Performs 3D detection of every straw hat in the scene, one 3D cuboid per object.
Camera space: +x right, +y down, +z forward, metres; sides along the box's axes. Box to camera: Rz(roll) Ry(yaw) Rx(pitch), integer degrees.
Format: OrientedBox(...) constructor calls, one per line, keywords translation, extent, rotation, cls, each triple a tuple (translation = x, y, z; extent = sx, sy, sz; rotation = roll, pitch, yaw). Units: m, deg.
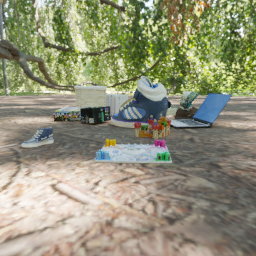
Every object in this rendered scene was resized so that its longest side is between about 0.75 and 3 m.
OrientedBox(translation=(0.459, -0.777, 13.877), extent=(1.700, 1.700, 0.720), rotation=(-4, 52, -27), cls="straw hat")

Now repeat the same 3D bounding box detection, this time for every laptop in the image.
OrientedBox(translation=(2.894, -0.813, 12.223), extent=(2.346, 1.360, 2.197), rotation=(-1, 8, -8), cls="laptop")

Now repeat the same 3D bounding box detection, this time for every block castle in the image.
OrientedBox(translation=(0.881, -0.076, 9.708), extent=(0.929, 0.652, 1.390), rotation=(5, 10, 28), cls="block castle")

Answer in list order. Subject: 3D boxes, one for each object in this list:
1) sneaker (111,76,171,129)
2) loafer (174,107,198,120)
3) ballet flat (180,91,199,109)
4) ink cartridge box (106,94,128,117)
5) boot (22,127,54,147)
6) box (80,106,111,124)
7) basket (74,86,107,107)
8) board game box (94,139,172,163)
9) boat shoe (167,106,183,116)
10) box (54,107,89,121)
OrientedBox(translation=(0.425, -1.074, 11.508), extent=(2.829, 2.071, 1.140), rotation=(8, 12, 43), cls="sneaker")
OrientedBox(translation=(3.250, -0.723, 13.833), extent=(1.927, 0.684, 0.704), rotation=(3, 9, 19), cls="loafer")
OrientedBox(translation=(2.717, -1.337, 12.841), extent=(0.684, 0.684, 1.844), rotation=(0, -14, -3), cls="ballet flat")
OrientedBox(translation=(-0.629, -1.198, 15.149), extent=(0.710, 1.220, 1.687), rotation=(-4, 10, -22), cls="ink cartridge box")
OrientedBox(translation=(-2.614, 0.258, 8.097), extent=(0.381, 0.473, 1.047), rotation=(5, 10, 32), cls="boot")
OrientedBox(translation=(-1.457, -0.606, 12.724), extent=(0.850, 0.711, 1.144), rotation=(1, 9, 37), cls="box")
OrientedBox(translation=(-2.766, -2.280, 20.667), extent=(2.127, 1.710, 2.108), rotation=(-4, 9, -18), cls="basket")
OrientedBox(translation=(0.154, 0.543, 7.065), extent=(1.740, 0.225, 1.740), rotation=(0, 8, 3), cls="board game box")
OrientedBox(translation=(2.507, -1.004, 16.169), extent=(1.631, 0.583, 0.487), rotation=(9, 11, 17), cls="boat shoe")
OrientedBox(translation=(-2.636, -0.758, 14.629), extent=(1.837, 0.507, 2.690), rotation=(0, 9, 0), cls="box")
